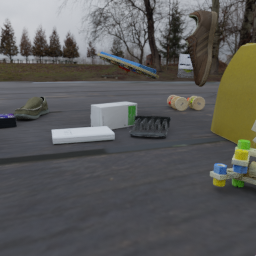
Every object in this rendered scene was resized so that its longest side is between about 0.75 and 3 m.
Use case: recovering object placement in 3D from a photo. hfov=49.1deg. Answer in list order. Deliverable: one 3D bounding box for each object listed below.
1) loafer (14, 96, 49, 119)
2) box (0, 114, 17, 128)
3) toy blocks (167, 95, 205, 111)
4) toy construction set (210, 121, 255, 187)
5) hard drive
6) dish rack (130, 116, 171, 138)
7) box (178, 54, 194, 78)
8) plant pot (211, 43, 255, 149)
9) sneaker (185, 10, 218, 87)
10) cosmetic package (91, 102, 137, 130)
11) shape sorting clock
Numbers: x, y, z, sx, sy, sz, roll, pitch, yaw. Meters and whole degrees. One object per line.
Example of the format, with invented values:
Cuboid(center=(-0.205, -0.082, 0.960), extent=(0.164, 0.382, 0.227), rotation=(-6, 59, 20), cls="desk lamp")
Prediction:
Cuboid(center=(-4.171, -0.908, 12.074), extent=(0.941, 0.872, 2.503), rotation=(1, 12, 3), cls="loafer")
Cuboid(center=(-4.518, -0.263, 10.239), extent=(0.700, 0.391, 0.991), rotation=(-9, 15, -27), cls="box")
Cuboid(center=(2.936, -1.372, 14.730), extent=(1.597, 0.696, 1.916), rotation=(-2, 12, -9), cls="toy blocks")
Cuboid(center=(2.611, 0.552, 5.087), extent=(1.492, 1.049, 2.276), rotation=(9, 26, 37), cls="toy construction set")
Cuboid(center=(-1.374, 0.196, 8.391), extent=(1.734, 0.228, 1.143), rotation=(-3, 12, -16), cls="hard drive")
Cuboid(center=(0.718, -0.046, 9.052), extent=(1.271, 0.452, 1.657), rotation=(2, 12, 12), cls="dish rack")
Cuboid(center=(2.393, -2.465, 11.115), extent=(0.765, 0.394, 1.311), rotation=(6, 40, 10), cls="box")
Cuboid(center=(4.271, -1.027, 8.009), extent=(2.734, 2.797, 2.716), rotation=(-1, 12, -9), cls="plant pot")
Cuboid(center=(2.474, -2.816, 9.997), extent=(0.998, 2.643, 0.931), rotation=(8, 1, 4), cls="sneaker")
Cuboid(center=(-0.483, -0.437, 9.904), extent=(1.592, 0.856, 0.675), rotation=(-12, 18, -39), cls="cosmetic package")
Cuboid(center=(0.005, -2.588, 11.891), extent=(2.758, 0.541, 2.758), rotation=(18, 13, -4), cls="shape sorting clock")
